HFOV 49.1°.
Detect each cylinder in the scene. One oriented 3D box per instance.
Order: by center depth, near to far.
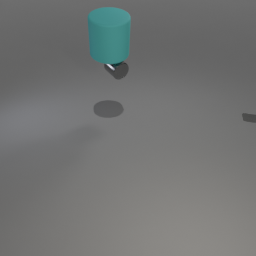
[{"bbox_3d":[-0.634,-3.149,9.557,1.400,1.400,1.400,1,46,-2],"label":"cylinder"},{"bbox_3d":[-0.445,-2.331,10.763,0.700,0.700,0.700,-21,49,-31],"label":"cylinder"}]
